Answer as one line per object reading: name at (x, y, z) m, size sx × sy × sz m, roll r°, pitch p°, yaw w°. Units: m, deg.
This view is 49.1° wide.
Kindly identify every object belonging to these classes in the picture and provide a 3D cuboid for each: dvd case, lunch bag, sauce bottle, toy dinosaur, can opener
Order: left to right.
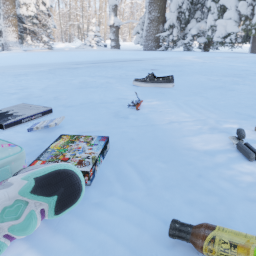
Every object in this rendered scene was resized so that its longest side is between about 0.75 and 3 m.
lunch bag at (-3.461, 1.022, 5.601) m, size 2.075 × 0.997 × 2.587 m, roll 11°, pitch 22°, yaw 37°
dvd case at (-4.542, -0.527, 11.235) m, size 1.831 × 0.301 × 2.436 m, roll 10°, pitch 21°, yaw 28°
toy dinosaur at (0.440, -1.090, 12.984) m, size 1.041 × 0.602 × 1.147 m, roll -5°, pitch 52°, yaw -46°
sauce bottle at (1.413, 1.786, 4.365) m, size 1.561 × 0.505 × 0.505 m, roll 7°, pitch 20°, yaw 26°
can opener at (3.381, 0.472, 8.157) m, size 0.411 × 0.518 × 1.560 m, roll 0°, pitch 24°, yaw -3°

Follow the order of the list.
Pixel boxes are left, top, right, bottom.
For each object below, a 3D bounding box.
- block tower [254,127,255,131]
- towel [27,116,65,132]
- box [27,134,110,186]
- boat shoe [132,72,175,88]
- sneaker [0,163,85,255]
block tower at (4.642, 0.111, 9.557) m, size 0.219 × 0.205 × 0.758 m, roll -5°, pitch 19°, yaw -12°
towel at (-2.911, -0.164, 10.005) m, size 1.199 × 0.143 × 0.880 m, roll -11°, pitch 19°, yaw 10°
box at (-1.437, 0.752, 7.396) m, size 1.507 × 0.416 × 2.207 m, roll 3°, pitch 19°, yaw 7°
boat shoe at (1.590, -3.055, 17.553) m, size 2.704 × 0.896 × 0.945 m, roll 8°, pitch 21°, yaw 21°
sneaker at (-2.132, 1.394, 5.026) m, size 2.682 × 1.043 × 1.876 m, roll -20°, pitch 5°, yaw -17°
